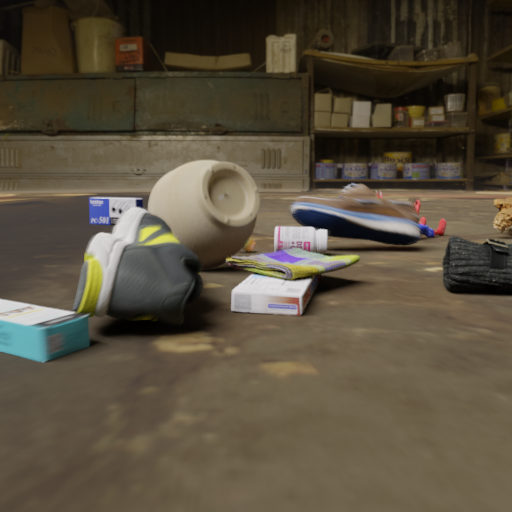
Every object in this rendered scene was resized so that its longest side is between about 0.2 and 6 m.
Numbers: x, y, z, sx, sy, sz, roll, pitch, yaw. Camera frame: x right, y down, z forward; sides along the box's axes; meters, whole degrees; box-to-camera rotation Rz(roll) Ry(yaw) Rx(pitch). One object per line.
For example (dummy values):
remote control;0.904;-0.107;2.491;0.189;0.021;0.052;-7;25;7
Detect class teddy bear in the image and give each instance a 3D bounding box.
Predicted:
teddy bear;6.753;-0.712;13.429;1.932;0.890;2.665;-12;20;-24

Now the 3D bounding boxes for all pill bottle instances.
pill bottle;0.867;-0.281;10.881;1.001;0.568;0.568;1;9;6

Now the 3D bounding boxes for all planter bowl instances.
planter bowl;-0.686;-0.796;9.086;1.794;1.794;1.207;-6;-12;-35

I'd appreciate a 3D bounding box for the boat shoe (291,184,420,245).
boat shoe;2.033;-0.913;11.521;2.670;0.966;0.964;12;-23;-9

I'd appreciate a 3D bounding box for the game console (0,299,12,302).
game console;-3.591;0.322;6.450;1.211;0.716;1.033;6;12;31

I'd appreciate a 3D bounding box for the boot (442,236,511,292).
boot;3.458;0.055;8.047;1.484;0.747;1.984;3;9;18

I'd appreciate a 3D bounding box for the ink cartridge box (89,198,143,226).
ink cartridge box;-4.260;-1.342;16.997;1.757;0.826;0.388;3;9;25

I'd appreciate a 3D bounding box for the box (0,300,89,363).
box;-2.246;0.687;5.329;1.304;0.320;0.536;5;10;31

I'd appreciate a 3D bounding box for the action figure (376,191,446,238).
action figure;3.640;-0.957;13.353;0.839;1.273;2.572;7;14;42

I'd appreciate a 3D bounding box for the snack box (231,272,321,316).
snack box;0.356;0.372;7.516;0.835;0.283;2.324;2;9;12

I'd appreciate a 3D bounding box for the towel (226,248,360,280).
towel;0.539;0.079;7.847;1.196;0.190;1.665;9;12;44

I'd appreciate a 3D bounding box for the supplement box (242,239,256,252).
supplement box;-0.334;-0.342;11.178;0.664;0.221;0.228;36;-21;-27

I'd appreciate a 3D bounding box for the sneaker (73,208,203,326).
sneaker;-1.230;0.214;6.625;1.223;1.076;2.890;19;13;-5
